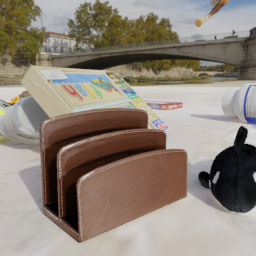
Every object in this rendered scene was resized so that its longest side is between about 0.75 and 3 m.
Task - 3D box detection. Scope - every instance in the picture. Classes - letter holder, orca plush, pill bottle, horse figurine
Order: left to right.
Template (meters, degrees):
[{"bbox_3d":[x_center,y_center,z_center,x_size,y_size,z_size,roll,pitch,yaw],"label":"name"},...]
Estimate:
[{"bbox_3d":[-0.086,0.334,2.967,1.460,1.038,0.734,-8,13,-41],"label":"letter holder"},{"bbox_3d":[1.597,-2.640,3.995,0.623,2.497,1.655,38,60,20],"label":"horse figurine"},{"bbox_3d":[1.648,0.351,3.645,2.140,0.761,1.126,-10,14,-43],"label":"orca plush"},{"bbox_3d":[4.073,-0.737,8.507,2.183,1.223,1.223,9,13,43],"label":"pill bottle"}]

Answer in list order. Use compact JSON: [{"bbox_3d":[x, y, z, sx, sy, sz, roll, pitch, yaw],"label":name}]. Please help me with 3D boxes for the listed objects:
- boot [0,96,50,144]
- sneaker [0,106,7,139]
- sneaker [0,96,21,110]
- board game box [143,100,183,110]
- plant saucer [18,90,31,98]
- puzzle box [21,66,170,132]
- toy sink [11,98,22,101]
[{"bbox_3d":[-1.300,-0.128,5.931,2.639,0.970,1.261,8,-14,-43],"label":"boot"},{"bbox_3d":[-3.735,-0.237,6.648,2.924,1.103,1.117,20,12,34],"label":"sneaker"},{"bbox_3d":[-4.209,-0.558,8.815,0.774,0.764,1.977,12,17,42],"label":"sneaker"},{"bbox_3d":[0.969,-1.134,13.433,2.907,0.283,1.496,7,13,34],"label":"board game box"},{"bbox_3d":[-3.561,-1.315,12.547,2.616,0.385,2.616,5,-1,0],"label":"plant saucer"},{"bbox_3d":[-0.335,-0.327,5.230,1.904,0.364,2.863,48,24,9],"label":"puzzle box"},{"bbox_3d":[-4.249,-0.895,11.188,0.690,0.593,1.058,-5,6,-27],"label":"toy sink"}]
